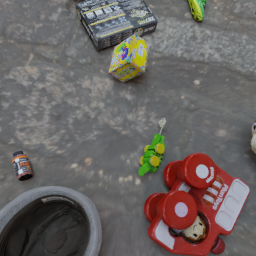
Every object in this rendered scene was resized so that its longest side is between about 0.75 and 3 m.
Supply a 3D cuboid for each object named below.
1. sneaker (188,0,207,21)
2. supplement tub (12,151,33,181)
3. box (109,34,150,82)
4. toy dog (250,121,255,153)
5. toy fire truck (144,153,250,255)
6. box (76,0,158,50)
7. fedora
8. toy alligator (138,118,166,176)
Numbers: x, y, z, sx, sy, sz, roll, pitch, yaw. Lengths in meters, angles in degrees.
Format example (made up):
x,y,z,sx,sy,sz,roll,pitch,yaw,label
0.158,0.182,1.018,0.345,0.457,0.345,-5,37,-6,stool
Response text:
x,y,z,sx,sy,sz,roll,pitch,yaw,label
2.745,-4.912,10.796,0.746,0.662,1.786,-5,63,2,sneaker
-2.986,1.044,7.864,0.432,0.432,0.808,-24,65,-12,supplement tub
0.034,-2.217,9.009,0.669,1.056,1.096,27,62,-33,box
4.551,0.538,7.222,2.760,1.926,2.676,35,85,29,toy dog
1.762,1.971,6.967,2.151,1.436,2.562,36,68,-3,toy fire truck
-0.421,-4.080,10.306,2.431,0.597,1.959,-23,66,-15,box
-1.908,2.740,6.527,2.463,1.257,2.785,34,67,16,fedora
0.852,0.619,8.069,0.522,0.571,1.925,40,61,-26,toy alligator
